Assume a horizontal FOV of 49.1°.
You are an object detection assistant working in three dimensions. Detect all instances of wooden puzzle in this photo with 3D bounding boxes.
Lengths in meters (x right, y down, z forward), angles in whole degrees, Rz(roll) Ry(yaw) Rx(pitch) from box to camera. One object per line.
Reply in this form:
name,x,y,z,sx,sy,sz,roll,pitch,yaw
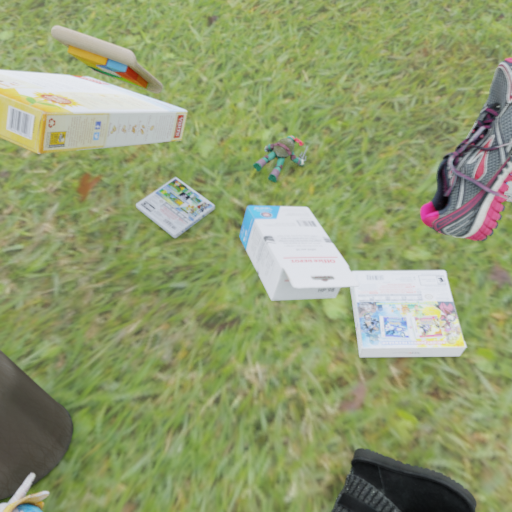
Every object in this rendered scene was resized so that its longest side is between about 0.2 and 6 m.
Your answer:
wooden puzzle,-2.705,-3.518,10.324,1.627,1.758,0.327,21,90,7

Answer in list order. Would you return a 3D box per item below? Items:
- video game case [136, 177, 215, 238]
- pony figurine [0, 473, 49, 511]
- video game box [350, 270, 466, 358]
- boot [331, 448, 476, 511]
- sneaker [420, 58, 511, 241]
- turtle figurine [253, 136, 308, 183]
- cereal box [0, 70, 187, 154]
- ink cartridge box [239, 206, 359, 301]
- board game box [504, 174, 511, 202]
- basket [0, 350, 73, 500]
video game case,-1.628,-0.992,11.286,1.191,0.131,1.085,37,61,25
pony figurine,-3.875,3.997,6.550,2.712,2.259,2.618,-13,43,9
video game box,2.546,0.975,9.631,1.713,0.401,1.561,0,50,0
boot,1.904,3.525,7.492,1.812,0.682,1.355,12,46,22
sneaker,3.165,-1.426,7.885,0.979,2.622,1.057,10,25,-3
turtle figurine,0.533,-2.171,11.919,0.916,0.616,1.224,30,64,21
cereal box,-2.613,-2.061,7.799,2.091,0.574,2.906,24,22,21
ink cartridge box,0.482,0.042,6.880,0.913,0.526,1.576,0,39,-24
board game box,6.798,-2.265,11.770,3.103,0.886,3.169,13,54,10
basket,-3.771,2.107,7.503,2.090,2.318,1.576,-16,52,-15
